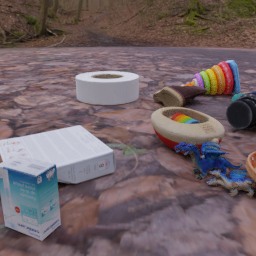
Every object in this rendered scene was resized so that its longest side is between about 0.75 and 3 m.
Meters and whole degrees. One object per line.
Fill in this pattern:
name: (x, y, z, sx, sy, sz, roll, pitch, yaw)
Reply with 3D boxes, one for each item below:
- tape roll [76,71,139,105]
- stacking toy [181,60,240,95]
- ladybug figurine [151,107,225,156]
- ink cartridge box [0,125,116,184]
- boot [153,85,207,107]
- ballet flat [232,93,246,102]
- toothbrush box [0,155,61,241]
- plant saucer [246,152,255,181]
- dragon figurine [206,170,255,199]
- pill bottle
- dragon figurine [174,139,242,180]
tape roll: (-0.874, -1.794, 12.173, 2.757, 0.964, 2.757, 0, 19, 0)
stacking toy: (3.515, -2.042, 12.707, 2.734, 1.500, 1.587, -13, 13, 1)
ladybug figurine: (1.452, 0.087, 7.093, 1.562, 0.828, 2.301, -7, 21, -19)
ink cartridge box: (-1.762, 0.644, 6.011, 2.410, 0.688, 1.959, -16, 25, -26)
boot: (2.214, -1.341, 10.857, 1.942, 0.845, 2.334, -13, 16, -13)
ballet flat: (4.682, -0.745, 9.861, 0.725, 0.725, 2.052, -16, 24, -37)
toothbrush box: (-1.462, 1.016, 4.170, 0.770, 1.052, 0.448, 10, 21, 24)
plant saucer: (3.108, 0.973, 5.070, 1.891, 0.305, 1.891, 8, 22, -3)
dragon figurine: (2.103, 1.007, 5.244, 1.178, 0.347, 0.586, -1, 20, 2)
pill bottle: (3.935, -0.562, 8.507, 1.983, 1.109, 1.109, -14, 24, -34)
dragon figurine: (1.749, 0.590, 5.754, 1.588, 0.790, 0.467, -2, 20, -7)
